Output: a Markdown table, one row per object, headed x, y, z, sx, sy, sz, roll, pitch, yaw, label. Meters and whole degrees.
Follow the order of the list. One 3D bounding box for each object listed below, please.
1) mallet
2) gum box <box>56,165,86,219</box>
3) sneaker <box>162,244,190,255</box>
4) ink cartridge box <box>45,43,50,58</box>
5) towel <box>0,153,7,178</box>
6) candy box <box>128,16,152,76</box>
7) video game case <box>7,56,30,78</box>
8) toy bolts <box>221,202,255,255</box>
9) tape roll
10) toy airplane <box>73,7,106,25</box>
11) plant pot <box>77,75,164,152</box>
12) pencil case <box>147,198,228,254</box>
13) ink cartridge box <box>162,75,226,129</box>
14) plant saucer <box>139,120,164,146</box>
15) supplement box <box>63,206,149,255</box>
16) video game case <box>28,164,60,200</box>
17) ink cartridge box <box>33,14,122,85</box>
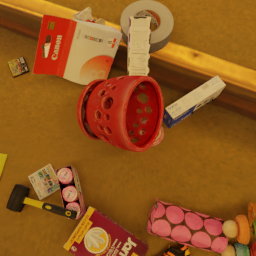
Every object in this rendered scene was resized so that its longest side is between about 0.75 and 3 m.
| x | y | z | sx | sy | sz | roll | pitch | yaw | label |
| --- | --- | --- | --- | --- | --- | --- | --- | --- | --- |
| -2.953 | 2.529 | 9.714 | 2.946 | 0.606 | 0.970 | -1 | 66 | 25 | mallet |
| -2.015 | 2.359 | 10.027 | 0.602 | 1.034 | 1.822 | -16 | 72 | -5 | gum box |
| 1.367 | 4.433 | 9.638 | 1.567 | 0.548 | 0.705 | -10 | 64 | -7 | sneaker |
| -3.383 | -3.309 | 12.331 | 0.497 | 0.288 | 0.853 | -6 | 70 | -2 | ink cartridge box |
| -5.076 | 1.577 | 10.798 | 0.532 | 0.112 | 1.236 | 11 | 71 | -2 | towel |
| 0.403 | -3.103 | 10.899 | 0.818 | 1.917 | 2.285 | 1 | 111 | -1 | candy box |
| -4.779 | -2.657 | 12.210 | 0.740 | 0.104 | 0.819 | -24 | 74 | -8 | video game case |
| 3.851 | 3.626 | 9.566 | 1.385 | 1.908 | 1.997 | -2 | 105 | 9 | toy bolts |
| 0.825 | -4.521 | 12.484 | 2.324 | 0.768 | 2.324 | 0 | 72 | 0 | tape roll |
| -1.586 | -3.884 | 11.746 | 2.118 | 1.495 | 2.109 | 2 | 71 | -46 | toy airplane |
| -0.311 | -0.618 | 10.021 | 2.371 | 2.603 | 2.603 | 12 | 69 | 35 | plant pot |
| 2.048 | 3.358 | 9.692 | 2.645 | 1.200 | 1.239 | 17 | 44 | 4 | pencil case |
| 2.558 | -1.004 | 11.081 | 2.526 | 1.187 | 0.558 | -32 | 74 | -11 | ink cartridge box |
| 0.887 | 0.172 | 11.166 | 1.115 | 0.283 | 1.115 | 0 | 71 | -1 | plant saucer |
| -0.693 | 3.956 | 9.391 | 2.376 | 1.226 | 1.555 | 31 | 74 | 10 | supplement box |
| -3.131 | 2.036 | 10.624 | 0.944 | 0.123 | 1.037 | -31 | 73 | -10 | video game case |
| -1.854 | -2.777 | 10.460 | 2.899 | 2.352 | 0.727 | -5 | 43 | -38 | ink cartridge box |
